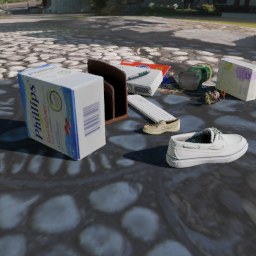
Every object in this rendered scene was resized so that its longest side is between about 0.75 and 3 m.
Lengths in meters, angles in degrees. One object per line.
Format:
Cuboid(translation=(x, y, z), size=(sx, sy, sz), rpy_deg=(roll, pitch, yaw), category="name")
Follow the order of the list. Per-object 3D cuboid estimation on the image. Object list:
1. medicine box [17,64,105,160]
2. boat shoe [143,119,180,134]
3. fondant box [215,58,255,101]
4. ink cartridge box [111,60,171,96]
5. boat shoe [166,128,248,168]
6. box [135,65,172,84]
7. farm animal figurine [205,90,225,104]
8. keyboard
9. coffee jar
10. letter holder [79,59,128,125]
Cuboid(translation=(-1.938, -0.544, 8.314), size=(2.372, 2.160, 1.221), rpy_deg=(18, 32, 32), category="medicine box")
Cuboid(translation=(1.118, -0.088, 9.356), size=(1.277, 0.415, 0.461), rpy_deg=(-5, 27, -10), category="boat shoe")
Cuboid(translation=(4.815, -2.189, 12.385), size=(0.569, 1.410, 1.955), rpy_deg=(-13, 30, -24), category="fondant box")
Cuboid(translation=(0.332, -2.679, 13.446), size=(2.813, 0.612, 2.441), rpy_deg=(14, 51, 25), category="ink cartridge box")
Cuboid(translation=(2.310, 0.448, 7.801), size=(2.593, 0.866, 0.954), rpy_deg=(-12, 29, -22), category="boat shoe")
Cuboid(translation=(0.820, -2.856, 14.772), size=(1.735, 0.464, 2.865), rpy_deg=(-18, 33, -31), category="box")
Cuboid(translation=(3.500, -1.216, 11.565), size=(0.959, 0.500, 0.949), rpy_deg=(-15, 18, -12), category="farm animal figurine")
Cuboid(translation=(0.781, -0.807, 11.060), size=(0.839, 0.159, 2.982), rpy_deg=(-13, 30, -24), category="keyboard")
Cuboid(translation=(3.337, -2.551, 13.647), size=(1.096, 0.897, 2.101), rpy_deg=(12, 30, 32), category="coffee jar")
Cuboid(translation=(-1.284, -1.465, 10.496), size=(1.298, 1.835, 2.582), rpy_deg=(-20, 34, -34), category="letter holder")
